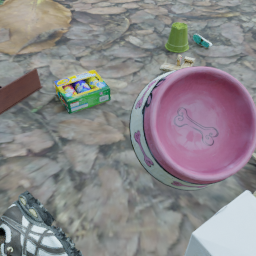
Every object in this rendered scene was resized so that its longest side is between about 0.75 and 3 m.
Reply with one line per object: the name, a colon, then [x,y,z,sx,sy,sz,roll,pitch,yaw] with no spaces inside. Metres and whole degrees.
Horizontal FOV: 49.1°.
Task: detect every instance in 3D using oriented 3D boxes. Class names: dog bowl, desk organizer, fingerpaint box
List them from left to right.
desk organizer: [-3.682,-1.207,8.670,0.707,0.759,1.971,26,50,24]
fingerpaint box: [-1.432,-1.180,8.818,1.422,0.521,1.186,-21,48,-20]
dog bowl: [0.615,-0.020,2.502,1.165,0.430,1.165,1,82,-10]

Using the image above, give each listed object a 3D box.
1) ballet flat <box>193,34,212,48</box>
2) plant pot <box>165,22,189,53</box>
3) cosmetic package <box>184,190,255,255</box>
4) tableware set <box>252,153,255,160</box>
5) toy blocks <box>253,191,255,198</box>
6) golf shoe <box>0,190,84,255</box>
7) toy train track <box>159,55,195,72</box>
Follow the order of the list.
ballet flat: [3.054,-3.537,11.457,0.330,0.330,0.950,-26,54,-25]
plant pot: [1.987,-3.622,11.063,0.965,0.916,0.965,0,45,0]
cosmetic package: [2.401,2.585,4.433,1.502,1.184,2.791,-25,49,-22]
tableware set: [3.811,0.680,6.443,1.379,0.418,2.086,-4,22,-4]
toy blocks: [3.441,1.426,6.066,1.377,0.600,1.653,13,45,13]
golf shoe: [-1.616,2.244,5.136,1.105,0.909,2.339,-40,49,-22]
toy train track: [1.697,-1.756,9.452,1.700,0.482,2.963,19,48,19]
